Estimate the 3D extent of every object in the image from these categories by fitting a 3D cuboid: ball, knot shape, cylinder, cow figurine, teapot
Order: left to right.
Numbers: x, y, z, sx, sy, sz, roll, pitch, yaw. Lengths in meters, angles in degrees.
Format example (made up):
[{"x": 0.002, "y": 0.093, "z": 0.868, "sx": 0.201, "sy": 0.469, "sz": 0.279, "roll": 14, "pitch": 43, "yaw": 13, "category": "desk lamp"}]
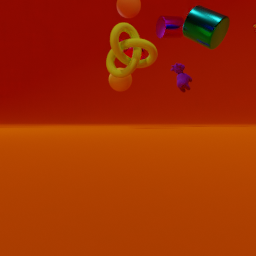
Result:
[{"x": -0.304, "y": -1.919, "z": 11.136, "sx": 0.921, "sy": 0.921, "sz": 0.921, "roll": 0, "pitch": 1, "yaw": 0, "category": "ball"}, {"x": 0.024, "y": -4.282, "z": 9.764, "sx": 0.844, "sy": 0.844, "sz": 0.844, "roll": 0, "pitch": 1, "yaw": 0, "category": "ball"}, {"x": 0.172, "y": -2.671, "z": 10.027, "sx": 0.844, "sy": 1.357, "sz": 0.664, "roll": -41, "pitch": 20, "yaw": 27, "category": "teapot"}, {"x": 0.137, "y": -2.122, "z": 7.915, "sx": 1.395, "sy": 1.491, "sz": 0.689, "roll": 9, "pitch": 20, "yaw": -7, "category": "knot shape"}, {"x": 1.613, "y": -3.846, "z": 10.738, "sx": 0.839, "sy": 0.839, "sz": 0.839, "roll": -5, "pitch": 2, "yaw": -18, "category": "cylinder"}, {"x": 1.894, "y": -1.829, "z": 10.029, "sx": 0.892, "sy": 0.906, "sz": 0.498, "roll": 37, "pitch": -38, "yaw": -27, "category": "cow figurine"}, {"x": 2.571, "y": -3.322, "z": 9.253, "sx": 1.105, "sy": 1.105, "sz": 1.105, "roll": 37, "pitch": 20, "yaw": 27, "category": "cylinder"}]

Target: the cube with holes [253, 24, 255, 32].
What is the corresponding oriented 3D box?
[{"x": 3.338, "y": -2.009, "z": 6.031, "sx": 0.909, "sy": 0.909, "sz": 0.909, "roll": -21, "pitch": 11, "yaw": 27, "category": "cube with holes"}]
